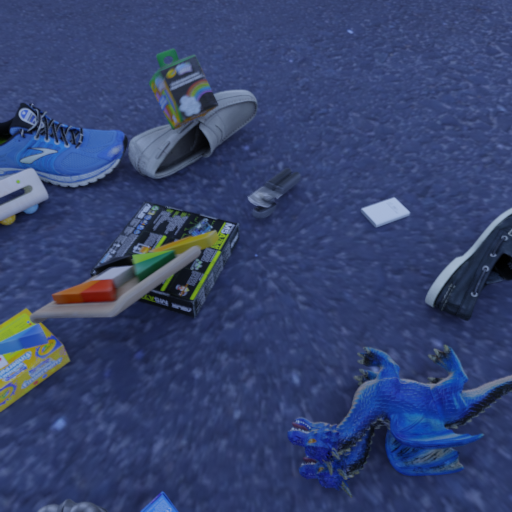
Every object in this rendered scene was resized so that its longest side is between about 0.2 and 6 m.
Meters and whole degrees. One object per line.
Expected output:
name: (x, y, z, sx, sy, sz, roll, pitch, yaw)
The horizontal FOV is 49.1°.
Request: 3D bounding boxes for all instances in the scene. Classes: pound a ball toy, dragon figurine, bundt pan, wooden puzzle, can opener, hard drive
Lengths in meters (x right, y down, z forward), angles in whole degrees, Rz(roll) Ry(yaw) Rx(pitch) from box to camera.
pound a ball toy: (-5.148, -0.943, 11.011, 2.038, 0.866, 1.329, -33, 19, -28)
dragon figurine: (2.378, 2.344, 7.794, 3.876, 1.141, 1.927, 2, 46, 3)
bundt pan: (-2.364, 3.764, 6.772, 1.729, 0.649, 1.729, -1, 46, 1)
wooden puzzle: (-2.138, 0.371, 8.568, 2.289, 0.397, 3.393, -13, 17, 29)
can opener: (0.369, -1.299, 11.719, 0.450, 0.565, 1.689, 27, 37, 18)
hard drive: (2.683, -0.906, 11.645, 0.837, 0.110, 0.552, -20, 49, -18)

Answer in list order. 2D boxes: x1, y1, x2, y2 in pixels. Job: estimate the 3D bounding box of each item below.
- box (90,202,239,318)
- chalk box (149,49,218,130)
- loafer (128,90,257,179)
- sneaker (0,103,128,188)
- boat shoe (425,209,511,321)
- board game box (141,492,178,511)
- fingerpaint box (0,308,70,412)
box: (-1.647, -0.018, 10.523, 2.083, 0.512, 2.157, 15, 48, 12)
chalk box: (-1.580, -3.509, 11.579, 0.899, 1.440, 0.892, -29, 10, -22)
loafer: (-1.245, -2.714, 12.723, 3.361, 1.175, 1.173, -34, 56, -18)
sneaker: (-4.531, -2.410, 12.060, 3.462, 1.543, 1.360, -4, 47, -2)
boat shoe: (4.211, 0.161, 9.983, 2.776, 1.038, 0.921, -35, 56, -27)
board game box: (-1.018, 3.985, 6.214, 1.538, 0.455, 2.022, -35, 77, -30)
fingerpaint box: (-3.883, 1.648, 8.911, 1.120, 0.492, 1.343, 33, 55, 29)
